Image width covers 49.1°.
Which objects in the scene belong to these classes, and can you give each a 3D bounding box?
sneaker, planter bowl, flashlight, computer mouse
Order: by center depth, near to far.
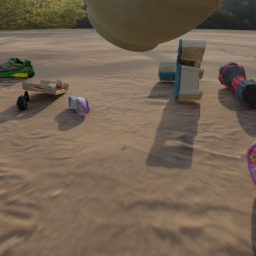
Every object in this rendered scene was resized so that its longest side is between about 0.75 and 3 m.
[{"bbox_3d":[0.232,-2.098,4.071,2.226,1.498,2.226,11,57,-18],"label":"planter bowl"},{"bbox_3d":[-1.388,-0.719,8.474,0.504,0.459,1.141,-6,22,-33],"label":"sneaker"},{"bbox_3d":[-3.363,-0.898,8.943,0.241,0.415,1.417,-18,23,-5],"label":"computer mouse"},{"bbox_3d":[3.886,-1.595,9.784,0.993,0.996,2.932,4,23,6],"label":"flashlight"},{"bbox_3d":[-5.312,-2.805,12.740,2.112,0.900,0.824,0,23,2],"label":"sneaker"}]

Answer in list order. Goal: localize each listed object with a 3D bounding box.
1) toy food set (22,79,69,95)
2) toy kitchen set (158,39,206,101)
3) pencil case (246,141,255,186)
[{"bbox_3d":[-2.854,-1.522,9.859,1.126,0.474,1.570,9,12,4],"label":"toy food set"},{"bbox_3d":[1.863,-1.795,10.497,1.650,2.244,2.801,5,-13,10],"label":"toy kitchen set"},{"bbox_3d":[3.208,0.340,5.107,2.546,1.113,1.113,-16,28,-35],"label":"pencil case"}]
